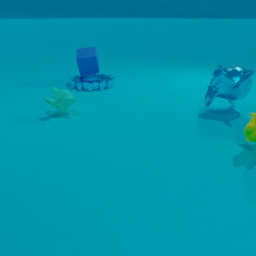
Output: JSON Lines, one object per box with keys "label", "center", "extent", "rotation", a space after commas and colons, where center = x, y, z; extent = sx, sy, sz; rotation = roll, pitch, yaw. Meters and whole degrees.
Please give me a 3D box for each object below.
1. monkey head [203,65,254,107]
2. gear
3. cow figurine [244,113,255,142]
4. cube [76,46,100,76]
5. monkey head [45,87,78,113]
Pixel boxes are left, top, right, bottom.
{"label": "monkey head", "center": [2.964, -1.139, 8.303], "extent": [1.179, 1.408, 1.957], "rotation": [25, -12, 14]}
{"label": "gear", "center": [-1.444, -1.867, 11.342], "extent": [1.732, 0.320, 1.732], "rotation": [0, 23, 0]}
{"label": "cow figurine", "center": [2.836, -0.075, 6.009], "extent": [0.560, 1.004, 1.020], "rotation": [39, 81, 15]}
{"label": "cube", "center": [-1.650, -2.771, 11.588], "extent": [0.812, 0.812, 0.812], "rotation": [-8, 46, 0]}
{"label": "monkey head", "center": [-1.999, -0.857, 8.200], "extent": [1.091, 0.657, 0.785], "rotation": [29, -2, 33]}
